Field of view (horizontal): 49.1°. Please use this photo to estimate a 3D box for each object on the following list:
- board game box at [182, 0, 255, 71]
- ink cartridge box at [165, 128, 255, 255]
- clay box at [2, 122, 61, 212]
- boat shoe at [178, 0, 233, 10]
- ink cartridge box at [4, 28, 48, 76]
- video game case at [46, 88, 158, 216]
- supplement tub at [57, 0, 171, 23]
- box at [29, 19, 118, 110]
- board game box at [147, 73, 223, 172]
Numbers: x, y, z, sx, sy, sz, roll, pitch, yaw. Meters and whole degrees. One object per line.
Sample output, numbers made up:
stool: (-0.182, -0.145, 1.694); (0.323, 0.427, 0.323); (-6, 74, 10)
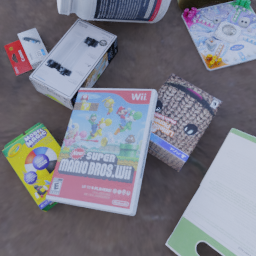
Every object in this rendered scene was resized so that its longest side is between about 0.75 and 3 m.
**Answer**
board game box: (2.987, -2.890, 8.279); (2.190, 0.283, 2.191); (-16, 68, -6)
ink cartridge box: (2.437, 1.751, 5.718); (2.176, 0.717, 2.990); (30, 91, 38)
clay box: (-2.063, 0.803, 6.636); (1.152, 0.477, 2.006); (-37, 73, -14)
boat shoe: (2.658, -4.364, 8.545); (2.480, 0.918, 0.823); (-14, 74, -5)
ink cartridge box: (-2.908, -2.189, 7.999); (1.054, 0.267, 1.196); (-25, 69, -11)
video game case: (-0.529, 0.356, 6.143); (1.968, 0.240, 2.752); (4, 66, 20)
supplement tub: (-0.408, -3.912, 7.479); (2.861, 2.007, 2.007); (-4, 67, -17)
box: (-1.398, -1.738, 7.581); (1.322, 0.681, 2.267); (27, 70, 11)
board game box: (1.139, -0.145, 6.810); (1.446, 0.878, 1.813); (32, 70, 12)
